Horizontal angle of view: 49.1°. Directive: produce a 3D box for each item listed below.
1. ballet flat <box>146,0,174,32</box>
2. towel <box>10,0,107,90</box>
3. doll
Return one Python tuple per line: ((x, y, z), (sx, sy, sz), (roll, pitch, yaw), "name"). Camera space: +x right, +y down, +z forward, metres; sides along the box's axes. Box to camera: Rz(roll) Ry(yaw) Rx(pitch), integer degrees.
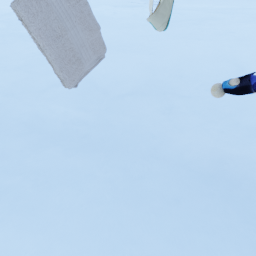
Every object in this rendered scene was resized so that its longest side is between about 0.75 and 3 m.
((1.187, -4.332, 8.882), (0.899, 0.899, 2.587), (13, 78, 20), "ballet flat")
((-1.465, -2.292, 6.738), (0.436, 2.530, 1.676), (22, 64, 37), "towel")
((2.519, -0.911, 5.745), (1.712, 0.415, 1.168), (-13, -15, 40), "doll")
